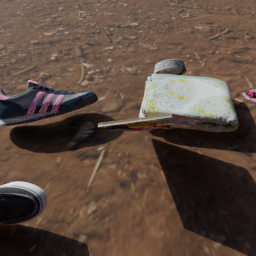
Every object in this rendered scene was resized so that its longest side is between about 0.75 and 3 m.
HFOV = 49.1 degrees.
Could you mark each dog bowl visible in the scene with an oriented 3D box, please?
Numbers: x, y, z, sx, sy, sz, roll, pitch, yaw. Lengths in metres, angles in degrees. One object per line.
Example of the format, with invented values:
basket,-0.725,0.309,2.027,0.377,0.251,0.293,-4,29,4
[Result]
dog bowl,1.451,-2.061,9.736,1.137,0.333,1.137,-4,-6,0

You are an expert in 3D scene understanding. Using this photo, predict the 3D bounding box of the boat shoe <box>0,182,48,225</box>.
boat shoe,-2.757,1.498,5.216,2.392,0.836,0.792,1,8,6

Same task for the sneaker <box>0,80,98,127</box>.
sneaker,-2.268,-0.866,7.876,2.817,1.155,0.988,-15,4,-18

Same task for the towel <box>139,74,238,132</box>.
towel,1.763,-0.795,8.422,2.705,0.651,2.316,6,39,8

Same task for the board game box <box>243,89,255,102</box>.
board game box,4.238,-1.133,9.270,0.792,0.154,0.625,-22,44,-22

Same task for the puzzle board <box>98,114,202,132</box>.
puzzle board,0.608,-0.074,6.329,1.646,0.190,2.184,-6,-4,28
